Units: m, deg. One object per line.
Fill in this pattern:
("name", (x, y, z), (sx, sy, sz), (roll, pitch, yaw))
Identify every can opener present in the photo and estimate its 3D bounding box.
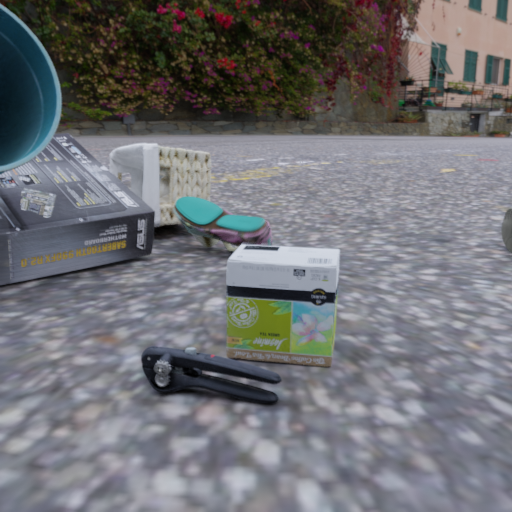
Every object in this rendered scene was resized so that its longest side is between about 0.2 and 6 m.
("can opener", (-0.362, 0.901, 4.345), (1.150, 0.365, 0.452), (5, 15, 18))

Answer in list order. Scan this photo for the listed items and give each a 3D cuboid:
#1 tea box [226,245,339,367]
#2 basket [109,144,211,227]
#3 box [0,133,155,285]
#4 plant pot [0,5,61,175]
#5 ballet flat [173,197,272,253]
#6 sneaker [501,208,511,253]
("tea box", (0.251, 0.423, 5.038), (0.944, 0.929, 0.631), (3, 15, 10))
("basket", (-1.780, -1.243, 10.199), (1.284, 1.411, 2.081), (-1, 6, -30))
("box", (-3.376, -0.844, 8.288), (2.542, 0.776, 3.210), (-15, 38, -37))
("plant pot", (-3.711, -1.686, 6.573), (2.113, 2.113, 1.985), (-15, -1, -44))
("ballet flat", (-0.539, -0.392, 8.617), (1.905, 0.678, 0.658), (18, 43, 36))
("sneaker", (4.416, -0.244, 8.414), (0.910, 0.641, 1.714), (5, 23, -4))
